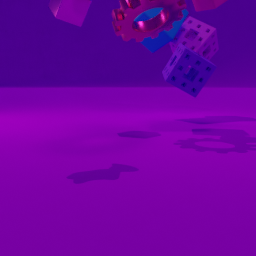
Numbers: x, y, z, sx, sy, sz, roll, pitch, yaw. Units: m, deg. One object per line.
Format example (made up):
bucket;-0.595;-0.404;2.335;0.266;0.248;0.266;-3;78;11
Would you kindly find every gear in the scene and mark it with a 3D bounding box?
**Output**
gear;0.443;-2.434;6.039;1.575;0.291;1.575;-16;-12;-4

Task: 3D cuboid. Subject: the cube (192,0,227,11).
cube;2.120;-3.545;7.152;0.759;0.759;0.759;-36;28;-13

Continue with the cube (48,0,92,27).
cube;-1.512;-3.227;7.257;0.747;0.747;0.747;7;37;-39

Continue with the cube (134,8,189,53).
cube;1.033;-3.838;10.065;1.378;1.378;1.378;37;-20;-18

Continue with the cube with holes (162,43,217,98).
cube with holes;1.653;-1.612;7.759;0.973;0.973;0.973;27;22;-11

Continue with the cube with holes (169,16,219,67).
cube with holes;2.524;-3.180;10.704;1.233;1.233;1.233;40;-2;30
